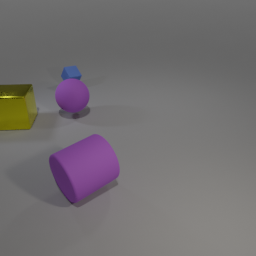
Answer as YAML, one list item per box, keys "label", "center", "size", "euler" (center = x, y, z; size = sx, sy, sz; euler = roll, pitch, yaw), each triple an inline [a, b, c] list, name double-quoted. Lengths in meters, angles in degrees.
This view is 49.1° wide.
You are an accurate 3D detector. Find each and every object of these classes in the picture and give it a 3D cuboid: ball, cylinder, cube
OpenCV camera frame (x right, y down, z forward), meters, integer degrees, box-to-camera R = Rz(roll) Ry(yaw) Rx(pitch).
- label: "ball"
  center: [-2.300, -1.339, 11.608]
  size: [1.400, 1.400, 1.400]
  euler: [0, 29, 0]
- label: "cylinder"
  center: [-1.176, 1.063, 7.567]
  size: [1.400, 1.400, 1.400]
  euler: [-27, 39, -30]
- label: "cube"
  center: [-4.564, -0.853, 11.200]
  size: [1.400, 1.400, 1.400]
  euler: [-2, 30, -4]
- label: "cube"
  center: [-2.913, -2.683, 14.381]
  size: [0.700, 0.700, 0.700]
  euler: [-19, 69, -37]
